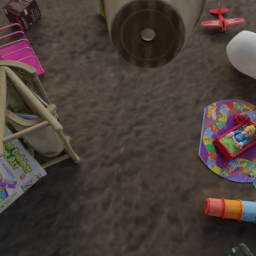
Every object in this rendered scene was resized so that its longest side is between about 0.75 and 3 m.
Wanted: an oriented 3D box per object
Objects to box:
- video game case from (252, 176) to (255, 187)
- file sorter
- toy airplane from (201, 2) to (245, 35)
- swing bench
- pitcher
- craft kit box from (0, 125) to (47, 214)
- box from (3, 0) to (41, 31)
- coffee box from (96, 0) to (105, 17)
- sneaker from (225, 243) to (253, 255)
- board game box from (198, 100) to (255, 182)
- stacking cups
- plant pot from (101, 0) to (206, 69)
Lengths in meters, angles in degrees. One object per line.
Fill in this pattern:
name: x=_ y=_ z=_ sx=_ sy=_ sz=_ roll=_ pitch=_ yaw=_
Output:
video game case: x=3.220 y=0.671 z=4.509 sx=1.601 sy=1.767 sz=0.401 roll=25 pitch=28 yaw=-26
file sorter: x=-3.607 y=-2.394 z=9.030 sx=1.092 sy=0.985 sz=1.571 roll=-26 pitch=68 yaw=-12
toy airplane: x=3.355 y=-3.946 z=10.131 sx=1.515 sy=0.279 sz=1.515 roll=-3 pitch=65 yaw=6
swing bench: x=-2.545 y=-0.194 z=7.246 sx=1.564 sy=2.398 sz=2.411 roll=-23 pitch=68 yaw=-10
pitcher: x=4.207 y=-2.204 z=8.986 sx=1.627 sy=1.150 sz=1.897 roll=-25 pitch=71 yaw=-39
craft kit box: x=-4.010 y=1.150 z=7.534 sx=2.575 sy=0.632 sz=2.607 roll=-42 pitch=70 yaw=-16
box: x=-3.737 y=-4.118 z=9.942 sx=0.752 sy=0.760 sz=0.916 roll=28 pitch=68 yaw=12
coffee box: x=-0.344 y=-4.575 z=9.918 sx=1.167 sy=1.180 sz=1.178 roll=39 pitch=71 yaw=16
sneaker: x=2.913 y=3.617 z=6.571 sx=0.655 sy=0.623 sz=1.652 roll=-29 pitch=62 yaw=3
board game box: x=3.220 y=0.197 z=8.102 sx=2.091 sy=0.515 sz=2.646 roll=12 pitch=66 yaw=5
stacking cups: x=3.081 y=2.088 z=7.179 sx=2.108 sy=0.638 sz=0.638 roll=8 pitch=66 yaw=4
plant pot: x=0.542 y=-2.682 z=6.482 sx=2.683 sy=2.683 sz=2.328 roll=5 pitch=45 yaw=3
